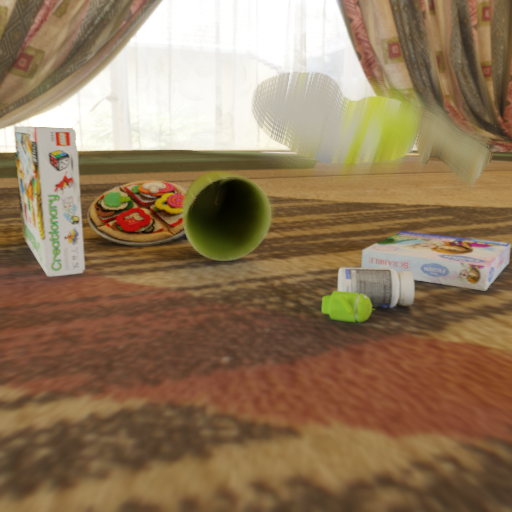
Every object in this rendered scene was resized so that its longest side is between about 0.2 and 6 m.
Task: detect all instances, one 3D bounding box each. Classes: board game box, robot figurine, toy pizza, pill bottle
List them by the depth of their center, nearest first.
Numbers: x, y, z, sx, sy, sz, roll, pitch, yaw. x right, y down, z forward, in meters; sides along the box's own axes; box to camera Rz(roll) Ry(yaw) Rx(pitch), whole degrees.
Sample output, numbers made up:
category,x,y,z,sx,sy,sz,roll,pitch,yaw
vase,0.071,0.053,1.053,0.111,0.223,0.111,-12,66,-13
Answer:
category,x,y,z,sx,sy,sz,roll,pitch,yaw
robot figurine,1.072,0.593,6.527,0.587,0.340,0.515,5,0,22
pill bottle,1.483,0.398,6.996,0.886,0.504,0.504,1,14,4
board game box,2.861,0.019,8.828,1.837,0.378,1.832,8,16,31
board game box,-3.651,-1.121,9.681,0.601,2.194,3.475,-6,14,-27
toy pizza,-2.224,-0.981,11.191,2.259,0.358,2.259,1,38,-1

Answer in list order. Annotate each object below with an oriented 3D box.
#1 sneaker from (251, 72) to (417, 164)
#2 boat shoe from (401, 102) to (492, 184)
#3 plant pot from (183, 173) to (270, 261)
category,x,y,z,sx,sy,sz,roll,pitch,yaw
sneaker,0.831,-1.656,7.586,2.778,1.052,1.459,4,-6,-36
boat shoe,3.436,-2.178,10.900,2.156,0.821,0.773,37,6,20
plant pot,-0.659,-0.854,9.539,1.418,1.418,1.516,-4,23,-16
